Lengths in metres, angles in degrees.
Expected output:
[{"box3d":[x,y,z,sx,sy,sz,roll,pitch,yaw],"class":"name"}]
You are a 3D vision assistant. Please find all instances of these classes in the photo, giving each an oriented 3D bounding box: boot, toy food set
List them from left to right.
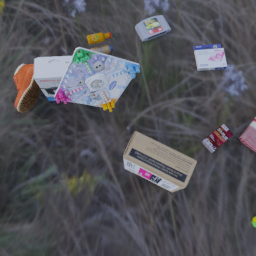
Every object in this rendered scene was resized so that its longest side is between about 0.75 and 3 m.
[{"box3d":[-3.260,-1.289,8.805,0.912,0.638,1.701,12,68,11],"class":"boot"},{"box3d":[-0.717,-2.173,8.923,0.763,0.809,1.696,-15,70,-5],"class":"toy food set"}]

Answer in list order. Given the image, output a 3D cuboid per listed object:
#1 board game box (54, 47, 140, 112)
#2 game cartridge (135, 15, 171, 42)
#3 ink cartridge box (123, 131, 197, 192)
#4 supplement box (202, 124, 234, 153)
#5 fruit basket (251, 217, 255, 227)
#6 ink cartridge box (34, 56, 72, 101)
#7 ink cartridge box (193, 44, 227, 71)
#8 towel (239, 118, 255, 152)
[{"box3d":[-0.700,-0.994,6.335,1.525,1.525,0.197,8,49,-31],"class":"board game box"},{"box3d":[0.846,-3.469,9.669,1.100,0.225,0.732,-23,70,-7],"class":"game cartridge"},{"box3d":[0.733,0.965,7.316,1.619,1.965,0.738,25,75,8],"class":"ink cartridge box"},{"box3d":[2.697,0.314,8.431,0.841,0.256,0.458,-38,76,-12],"class":"supplement box"},{"box3d":[3.865,2.468,7.586,0.946,0.683,0.946,7,67,-16],"class":"fruit basket"},{"box3d":[-1.991,-1.415,8.290,1.133,1.561,0.654,-3,72,-1],"class":"ink cartridge box"},{"box3d":[2.728,-2.398,9.324,0.953,0.210,0.971,-5,74,-1],"class":"ink cartridge box"},{"box3d":[5.069,-0.057,8.530,2.114,0.334,2.935,39,75,14],"class":"towel"}]
